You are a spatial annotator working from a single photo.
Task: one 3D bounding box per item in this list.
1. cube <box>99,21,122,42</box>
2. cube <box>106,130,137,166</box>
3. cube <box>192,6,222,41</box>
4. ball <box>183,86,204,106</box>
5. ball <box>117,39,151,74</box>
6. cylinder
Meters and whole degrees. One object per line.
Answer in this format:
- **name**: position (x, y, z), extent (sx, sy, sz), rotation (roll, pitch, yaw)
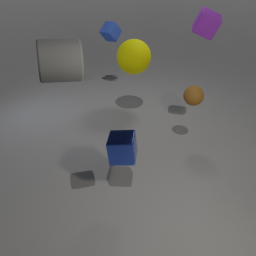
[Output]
- **cube**: position (-0.863, -4.824, 14.022), extent (0.700, 0.700, 0.700), rotation (20, 77, 37)
- **cube**: position (-0.149, 0.523, 7.468), extent (0.700, 0.700, 0.700), rotation (-2, 32, 9)
- **cube**: position (2.585, -3.435, 9.188), extent (0.700, 0.700, 0.700), rotation (23, 41, -5)
- **ball**: position (2.274, -1.120, 9.713), extent (0.700, 0.700, 0.700), rotation (0, 30, 0)
- **ball**: position (0.238, -2.909, 11.460), extent (1.400, 1.400, 1.400), rotation (0, 30, 0)
- **cylinder**: position (-1.141, -1.121, 4.682), extent (0.700, 0.700, 0.700), rotation (-6, 31, -16)
